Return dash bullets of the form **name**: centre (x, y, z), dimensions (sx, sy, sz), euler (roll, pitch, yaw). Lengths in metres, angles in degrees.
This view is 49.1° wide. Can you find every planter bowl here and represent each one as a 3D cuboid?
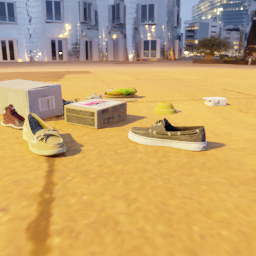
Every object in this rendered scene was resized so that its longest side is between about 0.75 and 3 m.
- **planter bowl**: centre (1.459, -0.805, 10.956), dimensions (0.949, 0.395, 0.949), euler (1, 15, 0)

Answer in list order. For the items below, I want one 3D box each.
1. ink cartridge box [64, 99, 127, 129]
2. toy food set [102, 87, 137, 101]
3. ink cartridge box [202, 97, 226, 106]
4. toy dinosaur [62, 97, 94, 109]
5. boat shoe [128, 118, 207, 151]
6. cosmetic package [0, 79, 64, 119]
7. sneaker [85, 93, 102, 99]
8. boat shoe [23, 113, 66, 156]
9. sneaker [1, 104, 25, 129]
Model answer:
- **ink cartridge box**: centre (-1.058, -0.535, 9.470), dimensions (1.409, 0.642, 1.710), euler (11, 19, 31)
- **toy food set**: centre (-0.447, -1.905, 14.739), dimensions (1.852, 0.538, 2.682), euler (-1, 15, -3)
- **ink cartridge box**: centre (3.807, -1.173, 12.453), dimensions (0.944, 0.318, 0.553), euler (-4, 16, -15)
- **toy dinosaur**: centre (-2.662, -0.975, 11.296), dimensions (2.483, 0.589, 1.094), euler (0, 1, 0)
- **boat shoe**: centre (0.957, 0.085, 7.077), dimensions (2.053, 0.680, 0.718), euler (9, 18, 30)
- **cosmetic package**: centre (-3.887, -1.097, 10.465), dimensions (2.820, 1.272, 1.506), euler (14, 24, 34)
- **sneaker**: centre (-1.669, -1.509, 13.616), dimensions (0.861, 0.367, 0.332), euler (-1, 15, -2)
- **boat shoe**: centre (-2.115, 0.141, 6.904), dimensions (0.726, 0.627, 1.991), euler (-8, 20, -32)
- **sneaker**: centre (-3.507, -0.376, 8.716), dimensions (1.247, 0.720, 0.472), euler (7, 17, 25)
